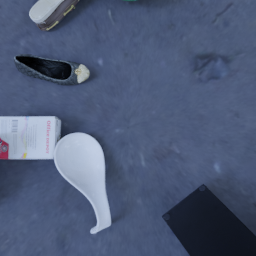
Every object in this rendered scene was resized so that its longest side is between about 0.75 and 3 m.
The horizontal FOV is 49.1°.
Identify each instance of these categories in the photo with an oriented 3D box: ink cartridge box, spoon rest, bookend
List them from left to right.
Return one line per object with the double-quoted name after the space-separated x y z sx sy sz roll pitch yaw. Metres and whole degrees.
-2.354 0.247 6.694 1.367 0.585 1.009 1 83 0 "ink cartridge box"
-0.909 1.224 6.443 1.171 0.714 2.357 -18 86 -30 "spoon rest"
2.250 2.966 5.899 1.191 2.569 2.585 -37 40 -4 "bookend"

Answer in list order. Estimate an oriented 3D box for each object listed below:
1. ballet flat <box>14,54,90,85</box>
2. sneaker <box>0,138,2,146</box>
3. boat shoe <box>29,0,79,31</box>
-1.891 -1.439 6.928 1.870 0.531 0.621 8 83 1 "ballet flat"
-3.318 1.094 6.284 0.875 0.944 2.342 33 113 -2 "sneaker"
-1.652 -3.229 7.143 1.848 0.550 0.664 -45 69 -6 "boat shoe"
